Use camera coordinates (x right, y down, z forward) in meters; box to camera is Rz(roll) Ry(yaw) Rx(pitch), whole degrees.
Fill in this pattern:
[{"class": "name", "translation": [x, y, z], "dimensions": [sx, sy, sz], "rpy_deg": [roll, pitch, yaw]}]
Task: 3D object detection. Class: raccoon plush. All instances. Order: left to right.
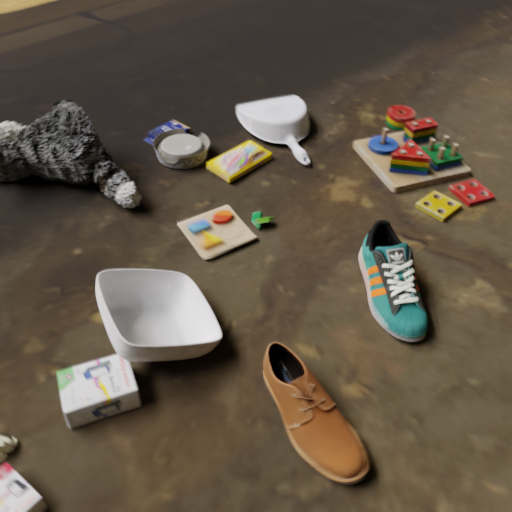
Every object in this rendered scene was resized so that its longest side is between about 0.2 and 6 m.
[{"class": "raccoon plush", "translation": [-4.219, -1.845, 11.468], "dimensions": [2.262, 1.634, 3.376], "rpy_deg": [-33, 52, -21]}]

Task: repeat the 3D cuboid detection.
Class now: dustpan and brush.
[{"class": "dustpan and brush", "translation": [0.709, -2.966, 13.327], "dimensions": [1.749, 0.717, 2.505], "rpy_deg": [-14, 38, -15]}]

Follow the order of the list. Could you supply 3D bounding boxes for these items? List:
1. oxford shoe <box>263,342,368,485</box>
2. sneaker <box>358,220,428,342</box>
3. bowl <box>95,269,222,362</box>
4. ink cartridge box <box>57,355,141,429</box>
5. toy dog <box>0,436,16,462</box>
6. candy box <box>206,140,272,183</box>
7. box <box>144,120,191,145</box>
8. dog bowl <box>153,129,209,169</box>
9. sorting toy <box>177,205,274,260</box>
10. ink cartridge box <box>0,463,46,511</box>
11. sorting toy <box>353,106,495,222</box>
[{"class": "oxford shoe", "translation": [0.702, 2.088, 7.639], "dimensions": [0.791, 0.791, 2.219], "rpy_deg": [-29, 51, -16]}, {"class": "sneaker", "translation": [2.291, 0.345, 9.444], "dimensions": [0.826, 0.925, 2.316], "rpy_deg": [-6, 45, -8]}, {"class": "bowl", "translation": [-1.576, 0.978, 8.686], "dimensions": [1.748, 0.653, 1.746], "rpy_deg": [2, 38, -35]}, {"class": "ink cartridge box", "translation": [-2.270, 1.927, 8.100], "dimensions": [1.040, 0.455, 0.756], "rpy_deg": [-13, 44, -17]}, {"class": "toy dog", "translation": [-3.525, 2.516, 7.596], "dimensions": [0.423, 0.295, 0.410], "rpy_deg": [26, 42, 28]}, {"class": "candy box", "translation": [-0.368, -2.141, 12.605], "dimensions": [0.722, 0.187, 1.413], "rpy_deg": [34, 50, 27]}, {"class": "box", "translation": [-2.160, -2.962, 13.581], "dimensions": [0.612, 0.164, 1.011], "rpy_deg": [32, 53, 29]}, {"class": "dog bowl", "translation": [-1.704, -2.444, 12.840], "dimensions": [1.285, 0.377, 1.285], "rpy_deg": [1, 43, -1]}, {"class": "sorting toy", "translation": [-0.546, -0.620, 10.987], "dimensions": [1.699, 0.250, 1.256], "rpy_deg": [-23, 48, -23]}, {"class": "ink cartridge box", "translation": [-3.081, 3.050, 6.998], "dimensions": [0.728, 0.311, 0.537], "rpy_deg": [26, 49, 28]}, {"class": "sorting toy", "translation": [3.540, -2.304, 12.489], "dimensions": [1.936, 0.679, 4.016], "rpy_deg": [-14, 45, -14]}]
